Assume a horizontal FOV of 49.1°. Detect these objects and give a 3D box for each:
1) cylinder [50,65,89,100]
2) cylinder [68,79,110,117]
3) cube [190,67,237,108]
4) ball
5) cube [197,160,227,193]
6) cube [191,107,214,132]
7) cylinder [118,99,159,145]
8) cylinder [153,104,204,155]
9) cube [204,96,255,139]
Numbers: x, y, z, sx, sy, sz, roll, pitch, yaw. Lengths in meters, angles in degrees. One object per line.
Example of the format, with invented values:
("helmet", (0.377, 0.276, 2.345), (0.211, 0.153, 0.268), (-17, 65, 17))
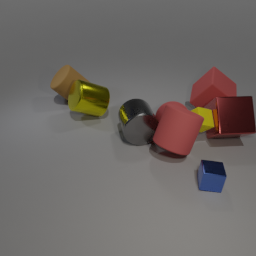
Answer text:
("cylinder", (-2.793, -2.104, 13.631), (1.400, 1.400, 1.400), (-30, 41, 29))
("cylinder", (-1.741, -1.306, 12.435), (1.400, 1.400, 1.400), (12, 22, -33))
("cube", (3.764, -1.530, 12.359), (1.400, 1.400, 1.400), (34, 45, -13))
("ball", (1.799, -0.380, 11.337), (1.400, 1.400, 1.400), (0, 31, 0))
("cube", (2.630, 1.515, 8.857), (0.700, 0.700, 0.700), (7, 32, 3))
("cube", (2.709, -0.300, 10.576), (0.700, 0.700, 0.700), (9, 67, -29))
("cylinder", (0.400, -0.256, 11.107), (1.400, 1.400, 1.400), (-5, 32, -9))
("cylinder", (1.757, 0.037, 9.842), (1.400, 1.400, 1.400), (19, 12, -4))
("cube", (3.876, -0.374, 10.806), (1.400, 1.400, 1.400), (-2, -8, -3))
